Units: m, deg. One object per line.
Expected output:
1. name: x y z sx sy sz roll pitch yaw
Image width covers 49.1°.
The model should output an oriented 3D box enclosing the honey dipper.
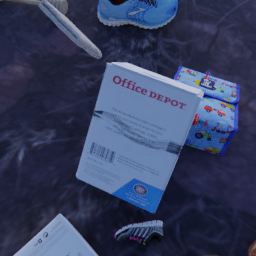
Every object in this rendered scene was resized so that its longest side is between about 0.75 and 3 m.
1. honey dipper: -3.426 -4.421 9.755 2.697 0.512 0.512 15 63 11

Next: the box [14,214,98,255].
1. box: -1.414 2.708 5.715 1.268 0.833 1.274 -41 69 -19

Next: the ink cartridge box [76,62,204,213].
1. ink cartridge box: 0.234 0.143 6.073 1.929 2.659 1.113 23 19 12

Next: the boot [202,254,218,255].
1. boot: 1.024 2.992 5.440 2.151 1.043 0.804 -20 64 -11

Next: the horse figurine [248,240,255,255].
1. horse figurine: 3.135 2.429 6.155 0.849 0.320 1.281 21 64 11

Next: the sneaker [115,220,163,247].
1. sneaker: 0.277 2.365 6.135 1.111 0.410 0.486 -8 56 -10

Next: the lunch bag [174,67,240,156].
1. lunch bag: 1.986 -0.690 7.562 1.803 1.126 2.395 18 51 10

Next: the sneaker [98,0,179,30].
1. sneaker: 0.332 -3.988 9.078 2.696 1.213 1.057 -2 62 -1

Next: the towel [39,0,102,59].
1. towel: -1.568 -2.663 7.642 0.319 1.227 1.851 -47 71 11
